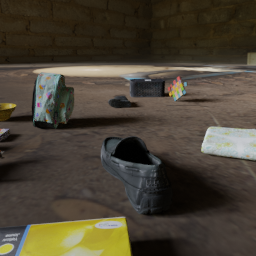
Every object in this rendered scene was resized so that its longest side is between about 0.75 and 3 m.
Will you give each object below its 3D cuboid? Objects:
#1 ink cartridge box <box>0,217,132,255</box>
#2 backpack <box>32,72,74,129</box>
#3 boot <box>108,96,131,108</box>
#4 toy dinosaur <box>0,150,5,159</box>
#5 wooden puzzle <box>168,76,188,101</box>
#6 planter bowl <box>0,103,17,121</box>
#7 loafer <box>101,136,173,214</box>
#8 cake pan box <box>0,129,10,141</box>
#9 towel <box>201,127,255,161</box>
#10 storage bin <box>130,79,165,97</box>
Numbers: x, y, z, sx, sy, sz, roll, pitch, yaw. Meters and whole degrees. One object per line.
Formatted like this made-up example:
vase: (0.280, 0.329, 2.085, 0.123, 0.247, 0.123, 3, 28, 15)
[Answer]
ink cartridge box: (-0.962, 1.802, 2.951, 2.142, 0.509, 2.167, -2, 15, -6)
backpack: (-2.679, -1.045, 10.080, 1.450, 1.891, 1.663, 0, 15, -1)
boot: (-0.502, -1.333, 13.601, 1.100, 0.438, 1.334, 7, 19, -15)
toy dinosaur: (-3.592, 0.935, 5.995, 2.168, 1.138, 1.968, -37, 13, 34)
wooden puzzle: (2.547, -2.003, 14.415, 0.114, 0.964, 1.626, -8, -18, -26)
planter bowl: (-5.006, -0.581, 10.928, 1.286, 0.536, 1.286, 0, 17, 0)
loafer: (0.083, 0.635, 5.878, 1.004, 1.038, 2.958, -5, 17, -18)
cake pan box: (-4.223, 0.235, 8.728, 0.774, 0.220, 0.840, -1, 16, 3)
towel: (2.944, 0.405, 7.813, 1.552, 0.437, 1.814, 3, 16, 21)
storage bin: (1.098, -2.347, 16.279, 1.959, 0.918, 1.324, -2, 16, -4)
